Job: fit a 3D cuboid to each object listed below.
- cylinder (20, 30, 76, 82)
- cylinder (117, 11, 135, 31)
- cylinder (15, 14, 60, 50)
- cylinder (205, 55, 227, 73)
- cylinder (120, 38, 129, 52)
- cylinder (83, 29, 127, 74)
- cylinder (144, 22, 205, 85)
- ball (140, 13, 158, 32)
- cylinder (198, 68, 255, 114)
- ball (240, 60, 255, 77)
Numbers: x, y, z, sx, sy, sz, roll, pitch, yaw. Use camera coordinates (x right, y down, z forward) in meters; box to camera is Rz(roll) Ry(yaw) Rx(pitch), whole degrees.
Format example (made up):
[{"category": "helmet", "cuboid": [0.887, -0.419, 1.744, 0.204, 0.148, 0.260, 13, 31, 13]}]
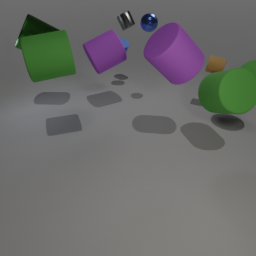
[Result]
[{"category": "cylinder", "cuboid": [-2.488, -2.268, 8.868, 1.400, 1.400, 1.400, -14, 33, -10]}, {"category": "cylinder", "cuboid": [-0.101, -5.292, 13.819, 0.700, 0.700, 0.700, -26, 14, 7]}, {"category": "cylinder", "cuboid": [-3.617, -3.607, 11.297, 1.400, 1.400, 1.400, 22, 22, -26]}, {"category": "cylinder", "cuboid": [3.752, -2.661, 11.934, 0.700, 0.700, 0.700, 21, 35, 14]}, {"category": "cylinder", "cuboid": [-0.373, -4.051, 14.136, 0.700, 0.700, 0.700, 10, 57, -15]}, {"category": "cylinder", "cuboid": [-0.973, -3.200, 11.814, 1.400, 1.400, 1.400, -29, 36, -4]}, {"category": "cylinder", "cuboid": [1.451, -2.317, 8.836, 1.400, 1.400, 1.400, 35, 11, -35]}, {"category": "ball", "cuboid": [0.828, -4.124, 10.972, 0.700, 0.700, 0.700, 0, 31, 0]}, {"category": "cylinder", "cuboid": [3.224, -1.166, 9.102, 1.400, 1.400, 1.400, -7, 6, -12]}, {"category": "ball", "cuboid": [4.604, -1.737, 10.091, 1.400, 1.400, 1.400, 0, 31, 0]}]
